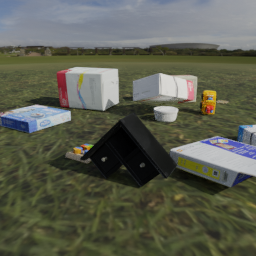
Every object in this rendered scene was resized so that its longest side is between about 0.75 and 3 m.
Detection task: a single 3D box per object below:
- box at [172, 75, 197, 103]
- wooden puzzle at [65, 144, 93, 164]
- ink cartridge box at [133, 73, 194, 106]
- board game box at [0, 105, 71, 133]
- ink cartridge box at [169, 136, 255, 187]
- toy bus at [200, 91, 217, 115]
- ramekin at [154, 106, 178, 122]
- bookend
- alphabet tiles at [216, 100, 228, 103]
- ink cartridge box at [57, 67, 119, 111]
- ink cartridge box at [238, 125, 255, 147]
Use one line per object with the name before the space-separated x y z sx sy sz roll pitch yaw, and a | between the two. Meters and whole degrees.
box | 2.767 -2.337 16.800 2.388 1.527 1.301 -3 18 -11
wooden puzzle | -1.289 0.753 8.979 1.007 0.252 1.087 11 21 32
ink cartridge box | 1.753 -1.829 13.859 2.553 1.057 1.870 4 -7 -43
board game box | -4.213 -0.475 12.495 2.334 0.506 2.322 11 19 31
ink cartridge box | 2.925 0.919 7.710 2.558 0.608 2.589 -8 19 -42
toy bus | 4.037 -1.193 13.931 0.757 1.116 1.071 4 25 7
ramekin | 1.746 -0.641 13.009 1.134 0.528 1.134 0 18 0
bookend | -0.018 0.863 7.294 1.776 1.764 0.818 -42 -6 31
alphabet tiles | 5.679 -1.578 16.894 0.649 0.025 0.780 13 21 36
ink cartridge box | -2.125 -2.220 15.488 2.774 2.006 2.015 6 21 23
ink cartridge box | 4.613 0.386 9.525 1.064 0.620 1.472 -3 17 -9
